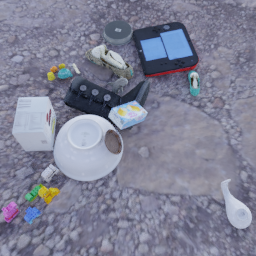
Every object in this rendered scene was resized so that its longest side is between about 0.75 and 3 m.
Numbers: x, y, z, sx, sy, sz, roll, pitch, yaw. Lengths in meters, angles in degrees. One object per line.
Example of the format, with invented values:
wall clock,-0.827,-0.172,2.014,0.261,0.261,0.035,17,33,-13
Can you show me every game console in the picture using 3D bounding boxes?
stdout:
game console,1.747,-3.784,13.218,2.606,0.457,2.946,-9,61,-6

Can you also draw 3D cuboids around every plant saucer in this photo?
plant saucer,-0.539,0.502,9.791,0.150,0.934,0.934,-21,54,31

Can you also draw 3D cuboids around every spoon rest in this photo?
spoon rest,3.654,2.606,9.626,0.820,0.500,1.651,-18,75,-8

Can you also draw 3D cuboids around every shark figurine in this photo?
shark figurine,-0.616,-1.558,11.526,0.680,1.629,0.974,11,37,-27

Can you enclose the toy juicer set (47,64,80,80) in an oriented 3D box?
toy juicer set,-2.829,-2.524,12.589,1.474,0.401,0.938,-6,44,2

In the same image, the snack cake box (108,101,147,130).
snack cake box,0.017,-0.473,9.973,0.719,0.420,1.251,44,41,22

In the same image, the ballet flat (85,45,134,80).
ballet flat,-0.849,-3.130,12.529,2.671,1.006,0.906,34,68,18

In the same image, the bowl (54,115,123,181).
bowl,-1.532,0.486,10.354,2.694,1.211,2.694,0,60,0

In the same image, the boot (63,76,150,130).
boot,-0.823,-1.446,11.587,2.982,0.979,2.458,20,59,13

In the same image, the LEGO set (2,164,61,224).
LEGO set,-3.087,2.282,9.438,0.917,0.987,2.405,34,65,17

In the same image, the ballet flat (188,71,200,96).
ballet flat,2.923,-2.068,12.222,0.469,0.490,1.392,2,60,1

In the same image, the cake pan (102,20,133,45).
cake pan,-0.485,-4.760,13.882,1.589,0.291,1.589,0,61,0

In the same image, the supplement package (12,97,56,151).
supplement package,-3.448,-0.131,10.541,1.127,1.465,1.532,-2,60,-1
